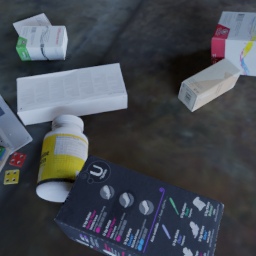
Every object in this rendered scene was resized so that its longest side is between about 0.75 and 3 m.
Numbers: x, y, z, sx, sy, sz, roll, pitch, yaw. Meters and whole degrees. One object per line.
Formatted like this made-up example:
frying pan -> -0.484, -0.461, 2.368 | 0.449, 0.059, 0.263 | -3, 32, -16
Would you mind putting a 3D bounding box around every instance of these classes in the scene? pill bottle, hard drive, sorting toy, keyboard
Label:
pill bottle -> -1.518, 0.689, 6.717 | 1.086, 1.086, 1.939 | -1, 58, -1
hard drive -> -3.396, -3.648, 9.960 | 1.152, 0.146, 0.760 | -26, 62, -15
sorting toy -> -3.444, 0.778, 6.809 | 1.932, 0.327, 0.931 | 16, 67, 13
keyboard -> -3.735, -0.388, 7.973 | 0.779, 0.148, 2.769 | -33, 64, -24

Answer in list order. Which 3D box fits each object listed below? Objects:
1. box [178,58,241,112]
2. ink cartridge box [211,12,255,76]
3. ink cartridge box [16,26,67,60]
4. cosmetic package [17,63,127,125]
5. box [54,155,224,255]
box -> 2.345, -1.260, 8.112 | 1.674, 0.795, 0.651 | -30, 63, -16
ink cartridge box -> 3.573, -2.484, 8.324 | 1.848, 1.337, 1.343 | 13, 58, 25
ink cartridge box -> -2.761, -2.776, 9.151 | 1.439, 0.598, 1.055 | 0, 58, 0
cosmetic package -> -1.558, -0.960, 7.939 | 2.915, 0.738, 1.203 | -10, 59, -6
box -> 0.219, 1.899, 5.604 | 2.752, 1.682, 1.460 | 19, 59, 10
